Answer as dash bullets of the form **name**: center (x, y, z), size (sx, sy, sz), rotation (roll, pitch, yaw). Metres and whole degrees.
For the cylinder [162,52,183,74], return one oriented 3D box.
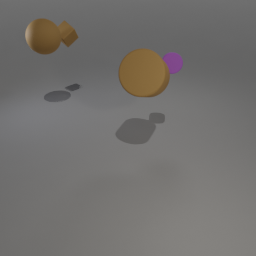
- **cylinder**: center (1.514, -2.248, 9.666), size (0.700, 0.700, 0.700), rotation (3, 16, 5)

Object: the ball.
- **ball**: center (-3.438, -3.721, 11.425), size (1.400, 1.400, 1.400), rotation (0, 29, 0)

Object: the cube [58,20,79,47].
- **cube**: center (-2.796, -4.251, 12.681), size (0.700, 0.700, 0.700), rotation (43, 84, 14)

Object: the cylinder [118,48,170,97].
- **cylinder**: center (0.548, -1.664, 8.762), size (1.400, 1.400, 1.400), rotation (7, 8, 13)
